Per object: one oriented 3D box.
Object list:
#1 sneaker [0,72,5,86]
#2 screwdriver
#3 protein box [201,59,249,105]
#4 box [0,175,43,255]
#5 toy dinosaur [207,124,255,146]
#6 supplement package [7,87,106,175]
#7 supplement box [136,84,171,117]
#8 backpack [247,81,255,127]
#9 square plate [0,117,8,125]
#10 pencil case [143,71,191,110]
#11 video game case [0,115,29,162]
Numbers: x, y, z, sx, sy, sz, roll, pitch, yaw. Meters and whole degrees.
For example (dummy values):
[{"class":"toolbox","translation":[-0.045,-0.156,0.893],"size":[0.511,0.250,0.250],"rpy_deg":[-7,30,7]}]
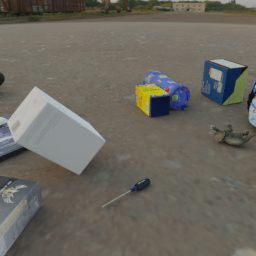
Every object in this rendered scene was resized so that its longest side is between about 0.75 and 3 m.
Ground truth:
[{"class":"sneaker","translation":[-6.377,-1.602,12.418],"size":[1.582,1.036,2.739],"rpy_deg":[23,44,29]},{"class":"screwdriver","translation":[-0.032,1.519,6.658],"size":[1.474,0.206,0.215],"rpy_deg":[-16,58,-35]},{"class":"protein box","translation":[4.225,-2.083,12.460],"size":[1.102,1.621,1.633],"rpy_deg":[-9,27,-17]},{"class":"box","translation":[-3.366,1.938,5.236],"size":[2.301,0.702,2.905],"rpy_deg":[6,27,13]},{"class":"toy dinosaur","translation":[3.377,0.315,8.937],"size":[1.546,0.595,0.791],"rpy_deg":[22,45,28]},{"class":"supplement package","translation":[-1.816,0.109,7.248],"size":[2.008,1.202,1.217],"rpy_deg":[38,1,-39]},{"class":"supplement box","translation":[0.979,-1.154,11.420],"size":[0.857,0.862,1.575],"rpy_deg":[-9,27,-19]},{"class":"backpack","translation":[5.300,-0.709,9.822],"size":[2.037,1.501,2.231],"rpy_deg":[10,29,18]},{"class":"square plate","translation":[-5.247,-0.098,9.608],"size":[1.687,0.240,1.671],"rpy_deg":[12,33,38]},{"class":"pencil case","translation":[1.692,-1.715,12.334],"size":[1.192,1.071,2.744],"rpy_deg":[-10,28,-20]},{"class":"video game case","translation":[-4.159,0.269,9.228],"size":[2.629,0.249,1.878],"rpy_deg":[22,33,36]}]
